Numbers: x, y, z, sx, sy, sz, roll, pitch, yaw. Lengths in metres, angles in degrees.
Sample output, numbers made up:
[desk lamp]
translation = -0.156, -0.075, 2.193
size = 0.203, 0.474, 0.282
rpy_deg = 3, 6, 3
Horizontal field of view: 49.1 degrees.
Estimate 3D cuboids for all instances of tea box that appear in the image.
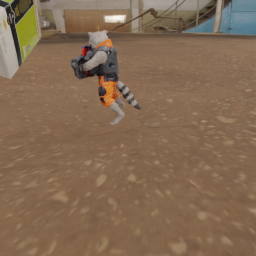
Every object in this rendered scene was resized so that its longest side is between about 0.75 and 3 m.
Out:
[tea box]
translation = -2.712, -2.242, 5.956
size = 1.059, 1.584, 1.559
rpy_deg = 20, 56, 2

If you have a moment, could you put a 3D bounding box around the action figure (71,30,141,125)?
[action figure]
translation = -0.329, -1.023, 5.185
size = 0.846, 1.564, 1.617
rpy_deg = -11, 20, 17
